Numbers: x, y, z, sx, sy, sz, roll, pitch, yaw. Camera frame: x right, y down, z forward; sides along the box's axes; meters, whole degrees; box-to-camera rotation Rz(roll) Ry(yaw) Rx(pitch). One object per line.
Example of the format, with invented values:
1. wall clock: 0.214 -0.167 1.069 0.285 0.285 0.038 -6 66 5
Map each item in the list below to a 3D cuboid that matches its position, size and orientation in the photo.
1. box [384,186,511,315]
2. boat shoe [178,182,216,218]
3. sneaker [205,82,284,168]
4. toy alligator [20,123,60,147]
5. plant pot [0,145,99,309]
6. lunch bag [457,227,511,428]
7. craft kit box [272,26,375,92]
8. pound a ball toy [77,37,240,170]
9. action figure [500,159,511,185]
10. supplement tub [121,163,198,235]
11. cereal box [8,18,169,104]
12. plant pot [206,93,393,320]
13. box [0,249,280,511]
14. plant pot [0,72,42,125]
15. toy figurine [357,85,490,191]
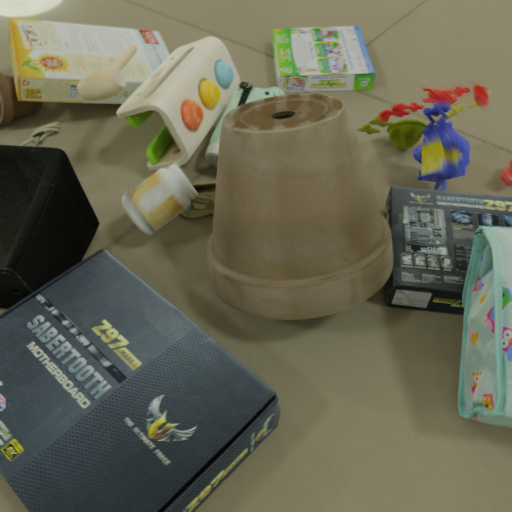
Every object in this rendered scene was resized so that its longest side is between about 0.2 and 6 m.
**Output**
1. box: 3.354 -0.065 8.723 2.626 0.670 2.071 6 52 4
2. boat shoe: -0.570 -1.081 9.715 1.707 0.537 0.623 -7 49 -6
3. sneaker: 0.638 -2.261 10.058 2.882 1.060 1.700 12 76 13
4. toy alligator: -4.905 -1.125 9.507 3.842 1.139 1.042 -29 96 -24
5. plant pot: -3.697 -0.291 8.223 2.034 2.029 1.804 3 61 2
6. lunch bag: 3.791 0.882 7.026 2.187 1.565 2.567 6 71 6
7. craft kit box: 1.465 -4.502 12.743 2.086 0.512 2.112 0 49 -3
8. pound a ball toy: -1.474 -3.024 10.019 1.319 2.025 3.106 -5 40 29
9. action figure: 5.463 -1.788 10.117 2.377 0.614 0.778 -19 13 -9
10. supplement tub: -1.519 -0.913 8.890 1.032 0.747 0.747 -36 55 1
11. cereal box: -3.361 -4.042 11.729 3.233 0.639 2.326 -4 48 -25
12. plant pot: 0.486 -0.856 7.810 2.754 2.390 2.754 -7 31 4
13. box: -1.900 1.762 7.001 3.540 0.903 2.791 36 57 27
14. plant pot: -4.907 -3.221 11.386 0.923 1.058 1.058 -18 49 -39
15. toy figurine: 2.889 -1.785 9.740 1.376 2.609 1.563 -5 88 -19
